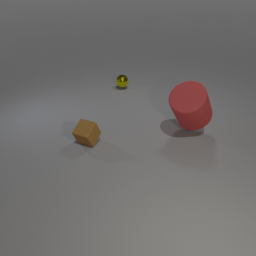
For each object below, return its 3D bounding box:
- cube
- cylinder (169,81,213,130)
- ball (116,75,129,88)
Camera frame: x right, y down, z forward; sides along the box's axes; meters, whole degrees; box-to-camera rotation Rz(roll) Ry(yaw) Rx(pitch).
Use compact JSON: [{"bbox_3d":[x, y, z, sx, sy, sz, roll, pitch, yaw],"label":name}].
[{"bbox_3d":[-1.532,0.184,10.464,0.700,0.700,0.700,14,61,24],"label":"cube"},{"bbox_3d":[2.387,-0.825,10.599,1.400,1.400,1.400,-12,58,19],"label":"cylinder"},{"bbox_3d":[-0.316,-2.579,15.410,0.700,0.700,0.700,0,29,0],"label":"ball"}]
